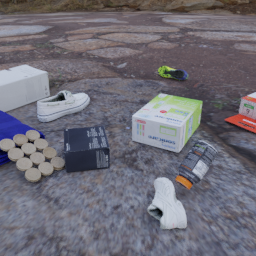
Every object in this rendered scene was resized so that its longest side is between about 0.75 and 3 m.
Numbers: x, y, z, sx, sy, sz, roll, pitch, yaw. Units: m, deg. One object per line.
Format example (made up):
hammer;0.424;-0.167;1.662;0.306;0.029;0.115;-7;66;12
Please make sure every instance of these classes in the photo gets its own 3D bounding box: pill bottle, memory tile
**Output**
pill bottle;1.647;0.929;6.899;0.619;0.619;1.165;28;77;42
memory tile;-2.620;0.726;7.730;1.591;0.134;1.220;42;40;19

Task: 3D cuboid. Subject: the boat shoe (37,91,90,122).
boat shoe;-2.443;-1.040;11.009;0.933;0.847;2.537;16;32;28

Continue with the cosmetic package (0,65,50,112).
cosmetic package;-5.014;-1.619;11.702;1.687;1.213;2.990;21;34;31

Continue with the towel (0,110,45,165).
towel;-4.328;0.265;8.829;2.968;0.735;2.191;23;29;37

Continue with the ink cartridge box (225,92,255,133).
ink cartridge box;5.158;-0.706;10.481;2.920;0.735;1.591;-19;33;-34

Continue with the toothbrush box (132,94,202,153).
toothbrush box;1.363;-0.260;9.426;1.639;0.969;2.251;14;32;26

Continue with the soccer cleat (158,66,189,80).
soccer cleat;2.395;-2.879;14.971;1.839;0.595;0.769;23;5;43

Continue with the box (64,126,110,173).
box;-1.215;0.572;8.132;1.230;0.703;1.350;-4;28;-10

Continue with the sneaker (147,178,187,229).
sneaker;0.750;1.649;6.301;0.728;0.570;1.464;-9;28;-9
